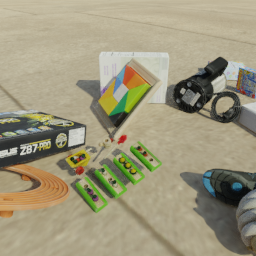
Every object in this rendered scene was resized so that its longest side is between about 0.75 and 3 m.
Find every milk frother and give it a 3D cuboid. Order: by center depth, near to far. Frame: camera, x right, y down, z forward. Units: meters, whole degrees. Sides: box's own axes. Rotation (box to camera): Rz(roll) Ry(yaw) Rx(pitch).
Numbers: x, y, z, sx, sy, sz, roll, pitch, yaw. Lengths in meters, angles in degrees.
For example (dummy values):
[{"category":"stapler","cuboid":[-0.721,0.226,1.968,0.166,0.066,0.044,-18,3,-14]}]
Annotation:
[{"category":"milk frother","cuboid":[2.735,-1.083,8.856,1.748,1.677,1.858,-33,87,-43]}]

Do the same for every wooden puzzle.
[{"category":"wooden puzzle","cuboid":[-0.142,-0.914,7.830,0.395,1.964,2.123,31,14,-33]}]

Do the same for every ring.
[{"category":"ring","cuboid":[-2.472,0.887,4.734,2.962,0.284,2.962,13,0,0]}]

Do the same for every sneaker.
[{"category":"sneaker","cuboid":[2.349,1.167,5.490,1.772,0.649,0.726,15,20,11]}]

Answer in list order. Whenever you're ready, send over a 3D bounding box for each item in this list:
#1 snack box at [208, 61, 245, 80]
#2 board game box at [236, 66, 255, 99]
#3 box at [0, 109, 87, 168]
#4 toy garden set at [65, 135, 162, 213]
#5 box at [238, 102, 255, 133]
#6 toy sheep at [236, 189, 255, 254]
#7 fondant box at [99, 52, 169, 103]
[{"category":"snack box","cuboid":[4.098,-2.395,11.607,1.429,0.484,1.205,3,30,3]},{"category":"board game box","cuboid":[4.265,-1.612,9.846,0.253,0.905,0.886,-18,34,-22]},{"category":"box","cuboid":[-2.509,0.130,6.320,2.032,0.619,2.521,13,15,32]},{"category":"toy garden set","cuboid":[-0.375,0.691,5.764,1.650,0.329,1.375,-33,55,-20]},{"category":"box","cuboid":[4.836,0.031,7.325,2.300,0.607,2.950,-13,32,-20]},{"category":"toy sheep","cuboid":[2.263,1.434,4.522,1.042,1.042,1.511,14,40,22]},{"category":"fondant box","cuboid":[0.190,-1.646,9.215,2.188,1.579,0.637,2,30,3]}]
